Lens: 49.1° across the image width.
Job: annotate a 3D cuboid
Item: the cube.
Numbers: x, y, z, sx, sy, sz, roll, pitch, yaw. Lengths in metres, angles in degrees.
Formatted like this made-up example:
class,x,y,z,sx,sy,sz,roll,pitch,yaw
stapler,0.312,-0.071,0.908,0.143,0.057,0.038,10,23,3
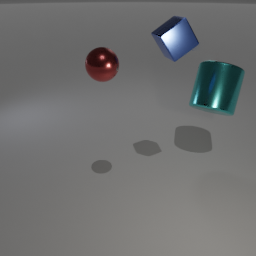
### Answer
class,x,y,z,sx,sy,sz,roll,pitch,yaw
cube,1.077,-2.072,6.476,0.700,0.700,0.700,-36,27,4

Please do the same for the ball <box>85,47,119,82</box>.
class,x,y,z,sx,sy,sz,roll,pitch,yaw
ball,-0.528,-1.295,5.735,0.700,0.700,0.700,0,28,0

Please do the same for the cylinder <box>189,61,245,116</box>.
class,x,y,z,sx,sy,sz,roll,pitch,yaw
cylinder,2.759,-1.213,8.760,1.400,1.400,1.400,14,2,-1
